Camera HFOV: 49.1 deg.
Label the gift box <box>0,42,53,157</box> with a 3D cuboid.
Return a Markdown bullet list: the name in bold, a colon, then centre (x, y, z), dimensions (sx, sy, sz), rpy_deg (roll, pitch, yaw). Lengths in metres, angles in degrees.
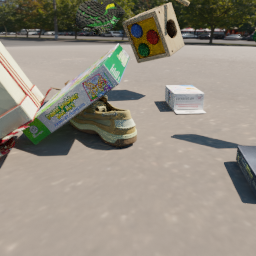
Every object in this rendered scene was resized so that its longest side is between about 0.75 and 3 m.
- **gift box**: centre (-3.139, -0.659, 6.120), dimensions (2.490, 2.325, 2.297), rpy_deg (-29, 23, 6)

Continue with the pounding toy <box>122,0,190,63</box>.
- **pounding toy**: centre (1.060, -4.289, 11.027), dimensions (2.578, 2.934, 1.343), rpy_deg (1, 34, 46)

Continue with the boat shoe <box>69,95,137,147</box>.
- **boat shoe**: centre (-0.768, -0.432, 7.743), dimensions (1.027, 1.091, 2.865), rpy_deg (-20, 26, -37)

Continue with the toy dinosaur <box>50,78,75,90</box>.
- **toy dinosaur**: centre (-2.448, -1.778, 12.370), dimensions (1.371, 0.780, 2.582), rpy_deg (-20, 13, -2)

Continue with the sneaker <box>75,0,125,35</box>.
- **sneaker**: centre (-0.956, -3.579, 9.489), dimensions (1.002, 1.094, 2.569), rpy_deg (39, 34, 4)

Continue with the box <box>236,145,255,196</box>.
- **box**: centre (2.880, 0.818, 5.330), dimensions (1.239, 0.401, 1.571), rpy_deg (1, 20, 7)

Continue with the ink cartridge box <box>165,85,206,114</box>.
- **ink cartridge box**: centre (2.075, -1.083, 10.239), dimensions (1.099, 0.647, 1.908), rpy_deg (-2, 20, -4)

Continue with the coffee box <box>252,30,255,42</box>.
- **coffee box**: centre (3.713, -1.935, 6.755), dimensions (0.826, 1.344, 0.295), rpy_deg (-19, -24, 2)

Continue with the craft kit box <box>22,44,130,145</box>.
- **craft kit box**: centre (-1.286, -1.047, 7.680), dimensions (2.738, 0.673, 2.772), rpy_deg (-36, 17, 20)
